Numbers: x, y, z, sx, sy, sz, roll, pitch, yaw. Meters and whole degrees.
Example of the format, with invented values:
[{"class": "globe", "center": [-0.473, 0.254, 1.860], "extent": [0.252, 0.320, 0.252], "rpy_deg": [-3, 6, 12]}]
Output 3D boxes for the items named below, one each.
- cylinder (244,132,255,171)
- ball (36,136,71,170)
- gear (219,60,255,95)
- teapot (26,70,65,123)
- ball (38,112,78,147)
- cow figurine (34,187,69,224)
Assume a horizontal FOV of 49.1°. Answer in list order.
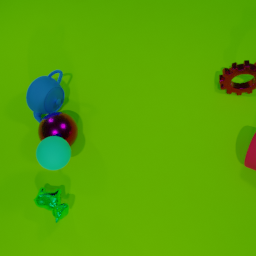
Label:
[{"class": "cylinder", "center": [3.813, 0.710, 7.388], "extent": [1.098, 1.098, 1.098], "rpy_deg": [22, 70, 31]}, {"class": "ball", "center": [-1.781, 0.603, 6.728], "extent": [0.811, 0.811, 0.811], "rpy_deg": [0, 70, 0]}, {"class": "gear", "center": [3.361, -1.442, 8.214], "extent": [1.302, 1.302, 0.241], "rpy_deg": [6, 61, 2]}, {"class": "teapot", "center": [-2.328, -0.836, 8.080], "extent": [0.888, 1.127, 1.813], "rpy_deg": [25, 95, 23]}, {"class": "ball", "center": [-1.939, 0.090, 7.792], "extent": [1.084, 1.084, 1.084], "rpy_deg": [0, 70, 0]}, {"class": "cow figurine", "center": [-1.977, 1.973, 7.194], "extent": [0.966, 0.530, 0.950], "rpy_deg": [8, 26, -3]}]
